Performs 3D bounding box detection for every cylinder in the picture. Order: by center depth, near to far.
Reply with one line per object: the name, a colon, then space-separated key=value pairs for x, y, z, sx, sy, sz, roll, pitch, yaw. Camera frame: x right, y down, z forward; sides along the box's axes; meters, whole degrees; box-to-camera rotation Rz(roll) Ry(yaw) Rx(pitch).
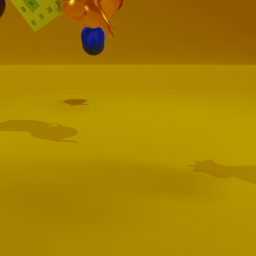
cylinder: x=-1.308 y=-3.285 z=10.517 sx=0.865 sy=0.865 sz=0.865 roll=-1 pitch=-6 yaw=-6

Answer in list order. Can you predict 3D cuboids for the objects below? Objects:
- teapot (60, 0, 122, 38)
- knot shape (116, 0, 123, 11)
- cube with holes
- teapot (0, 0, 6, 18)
teapot: x=-0.609 y=-2.383 z=5.204 sx=0.983 sy=1.248 sz=2.007 roll=34 pitch=30 yaw=-41
knot shape: x=-0.749 y=-4.039 z=9.192 sx=1.152 sy=1.078 sz=0.532 roll=23 pitch=-10 yaw=45
cube with holes: x=-1.718 y=-2.783 z=5.811 sx=0.932 sy=0.932 sz=0.932 roll=-12 pitch=34 yaw=42
teapot: x=-3.786 y=-3.229 z=7.331 sx=0.789 sy=1.612 sz=1.002 roll=36 pitch=27 yaw=-2
